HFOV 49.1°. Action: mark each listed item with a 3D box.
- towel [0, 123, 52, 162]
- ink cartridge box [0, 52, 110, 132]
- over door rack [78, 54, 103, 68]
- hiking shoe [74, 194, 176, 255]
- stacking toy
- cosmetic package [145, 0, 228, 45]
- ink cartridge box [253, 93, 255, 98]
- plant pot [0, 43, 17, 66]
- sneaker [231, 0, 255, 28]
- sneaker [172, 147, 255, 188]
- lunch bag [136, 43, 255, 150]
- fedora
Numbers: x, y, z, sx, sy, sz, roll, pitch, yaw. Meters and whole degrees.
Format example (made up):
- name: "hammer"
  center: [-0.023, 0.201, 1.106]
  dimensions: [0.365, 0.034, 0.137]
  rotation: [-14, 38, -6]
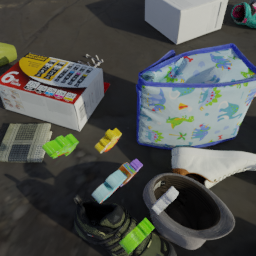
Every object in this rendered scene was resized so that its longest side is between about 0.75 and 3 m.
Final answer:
- name: "towel"
  center: [-2.785, 0.393, 7.624]
  dimensions: [1.253, 0.225, 1.302]
  rotation: [0, 50, 4]
- name: "ink cartridge box"
  center: [-2.148, -1.350, 8.556]
  dimensions: [2.611, 1.095, 2.292]
  rotation: [15, 49, 14]
- name: "over door rack"
  center: [-1.366, -2.423, 10.103]
  dimensions: [0.766, 0.255, 0.566]
  rotation: [24, 51, 20]
- name: "hiking shoe"
  center: [-0.133, 2.060, 5.444]
  dimensions: [2.240, 1.127, 0.848]
  rotation: [18, 50, 16]
- name: "stacking toy"
  center: [-0.159, 0.802, 4.329]
  dimensions: [1.683, 0.525, 2.232]
  rotation: [45, 17, 13]
- name: "cosmetic package"
  center: [2.287, -4.874, 11.495]
  dimensions: [2.365, 1.454, 2.357]
  rotation: [-23, 52, -20]
- name: "ink cartridge box"
  center: [4.017, -1.432, 9.085]
  dimensions: [1.012, 0.419, 0.738]
  rotation: [-29, 54, -24]
- name: "plant pot"
  center: [-4.552, -2.616, 9.912]
  dimensions: [1.056, 0.988, 0.988]
  rotation: [-18, 49, -33]
- name: "sneaker"
  center: [5.159, -5.103, 12.140]
  dimensions: [1.316, 0.911, 2.180]
  rotation: [11, 49, -3]
- name: "sneaker"
  center: [2.169, 1.034, 6.772]
  dimensions: [2.273, 0.828, 0.962]
  rotation: [4, 74, -1]
- name: "lunch bag"
  center: [1.514, -0.652, 7.106]
  dimensions: [2.724, 2.316, 1.736]
  rotation: [-14, 49, -11]
- name: "fedora"
  center: [1.100, 1.781, 5.733]
  dimensions: [1.668, 0.852, 1.886]
  rotation: [-11, 36, -38]
